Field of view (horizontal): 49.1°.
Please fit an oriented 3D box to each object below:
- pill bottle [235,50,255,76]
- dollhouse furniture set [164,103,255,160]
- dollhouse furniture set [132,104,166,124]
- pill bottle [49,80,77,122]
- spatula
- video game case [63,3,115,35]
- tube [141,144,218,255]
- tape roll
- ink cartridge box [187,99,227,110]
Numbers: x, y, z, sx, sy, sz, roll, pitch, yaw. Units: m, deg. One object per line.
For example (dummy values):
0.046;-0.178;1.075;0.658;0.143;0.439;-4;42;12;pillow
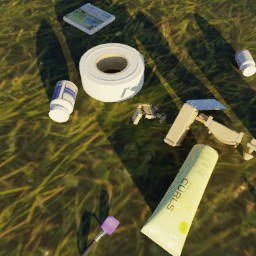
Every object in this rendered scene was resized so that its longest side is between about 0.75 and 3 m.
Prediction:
4.114;-2.272;9.791;0.501;0.501;0.884;-3;52;-2;pill bottle
2.473;0.491;7.443;2.556;1.325;1.132;31;98;21;dollhouse furniture set
0.593;-0.384;8.197;0.896;0.397;0.464;5;47;-24;dollhouse furniture set
-1.988;-0.818;8.556;0.691;0.691;1.193;4;53;3;pill bottle
-0.680;2.501;6.365;0.323;0.118;1.144;33;60;24;spatula
-1.633;-4.623;11.808;1.630;0.187;1.483;35;60;23;video game case
1.386;1.592;6.725;0.792;0.708;2.729;17;54;31;tube
-0.511;-1.886;9.340;2.146;0.751;2.146;0;52;0;tape roll
2.313;-0.598;8.331;0.900;0.316;1.107;-3;24;-3;ink cartridge box
